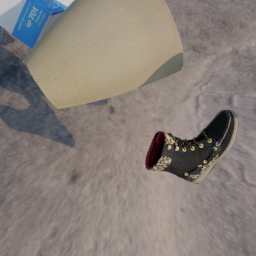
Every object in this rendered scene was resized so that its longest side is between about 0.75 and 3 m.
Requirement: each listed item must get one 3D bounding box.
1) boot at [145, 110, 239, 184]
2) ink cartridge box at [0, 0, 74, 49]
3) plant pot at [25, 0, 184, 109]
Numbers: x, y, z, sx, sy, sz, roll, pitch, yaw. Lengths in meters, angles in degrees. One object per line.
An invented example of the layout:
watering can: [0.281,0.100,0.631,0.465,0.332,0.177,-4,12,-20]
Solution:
boot: [1.004,0.253,4.516,1.089,1.446,0.529,14,31,-24]
ink cartridge box: [-2.877,-3.456,7.156,2.713,1.165,1.986,37,31,-9]
plant pot: [-0.548,-1.351,4.890,2.223,2.082,2.082,-31,53,-1]
